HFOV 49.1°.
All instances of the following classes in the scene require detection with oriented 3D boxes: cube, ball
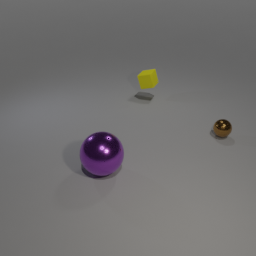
[{"bbox_3d":[0.965,-2.348,13.449,0.700,0.700,0.700,-2,30,30],"label":"cube"},{"bbox_3d":[3.649,0.003,10.811,0.700,0.700,0.700,0,30,0],"label":"ball"},{"bbox_3d":[-0.821,0.807,8.838,1.400,1.400,1.400,0,30,0],"label":"ball"}]
